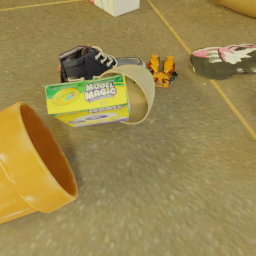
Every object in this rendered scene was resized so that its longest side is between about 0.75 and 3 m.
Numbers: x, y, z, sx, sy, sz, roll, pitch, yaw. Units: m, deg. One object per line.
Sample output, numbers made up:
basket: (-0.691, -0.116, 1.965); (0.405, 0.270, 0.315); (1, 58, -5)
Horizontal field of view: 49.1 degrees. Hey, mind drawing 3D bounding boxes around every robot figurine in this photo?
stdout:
robot figurine: (1.113, -1.906, 9.396); (1.139, 0.457, 1.571); (7, 48, 6)

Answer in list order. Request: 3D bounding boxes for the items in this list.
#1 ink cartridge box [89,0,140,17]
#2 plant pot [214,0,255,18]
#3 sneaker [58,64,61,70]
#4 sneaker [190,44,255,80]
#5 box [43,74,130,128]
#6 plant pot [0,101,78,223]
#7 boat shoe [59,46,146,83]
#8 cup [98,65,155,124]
ink cartridge box: (-0.642, -6.255, 12.571); (1.510, 1.503, 2.078); (-30, 55, -24)
plant pot: (5.273, -5.819, 12.020); (2.219, 2.219, 2.381); (-33, 71, -26)
sneaker: (-1.955, -2.392, 9.814); (0.520, 0.482, 1.291); (28, 55, 23)
sneaker: (3.432, -2.343, 9.594); (2.731, 1.097, 1.179); (1, 30, -2)
box: (-0.804, -0.566, 6.588); (1.666, 2.840, 0.687); (-8, 82, 1)
plant pot: (-2.543, 0.964, 5.828); (2.131, 2.327, 2.327); (-29, 53, -4)
boat shoe: (-0.752, -1.977, 8.809); (2.963, 1.374, 1.106); (-24, 49, -19)
cup: (0.099, -1.114, 7.939); (1.675, 1.675, 1.198); (22, 46, 19)
